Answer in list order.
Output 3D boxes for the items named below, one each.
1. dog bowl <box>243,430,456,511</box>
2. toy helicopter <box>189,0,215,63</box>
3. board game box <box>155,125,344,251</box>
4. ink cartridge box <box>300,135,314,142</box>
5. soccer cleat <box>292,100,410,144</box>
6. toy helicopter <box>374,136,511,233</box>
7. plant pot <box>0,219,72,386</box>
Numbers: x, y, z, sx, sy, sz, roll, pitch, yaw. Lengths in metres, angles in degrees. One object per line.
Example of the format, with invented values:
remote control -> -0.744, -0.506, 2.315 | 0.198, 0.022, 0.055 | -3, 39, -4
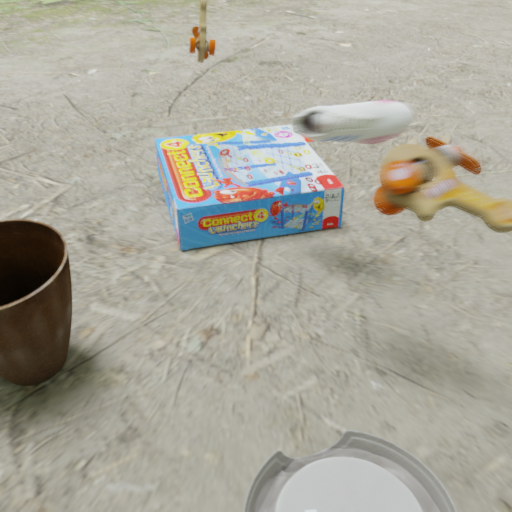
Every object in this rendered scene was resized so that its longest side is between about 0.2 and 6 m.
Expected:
dog bowl -> 0.860, 2.609, 5.241 | 1.969, 0.577, 1.969 | 0, 34, 0
toy helicopter -> -0.954, -3.997, 9.974 | 0.441, 1.118, 0.739 | 2, -2, -8
board game box -> -0.265, -1.456, 10.788 | 2.966, 0.847, 3.030 | -9, 36, -13
ink cartridge box -> 0.914, -2.896, 13.432 | 0.807, 0.191, 0.646 | -13, 37, -15
soccer cleat -> 1.290, -1.855, 7.908 | 1.675, 0.585, 0.723 | 3, 13, 34
toy helicopter -> 2.125, -0.760, 6.091 | 1.557, 0.614, 1.030 | 28, 70, 14
plant pot -> -2.943, 0.734, 6.835 | 1.635, 1.749, 1.635 | -1, 40, 0
